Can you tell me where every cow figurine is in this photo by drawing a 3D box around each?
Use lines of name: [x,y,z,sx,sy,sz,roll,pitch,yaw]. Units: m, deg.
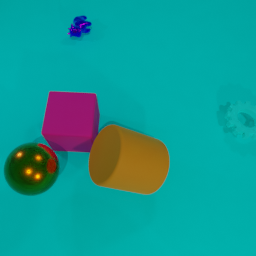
cow figurine: [-1.607,-3.256,8.967,0.861,0.480,0.875,-15,56,-28]

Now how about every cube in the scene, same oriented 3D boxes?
cube: [-1.430,-0.130,7.345,1.206,1.206,1.206,3,66,1]

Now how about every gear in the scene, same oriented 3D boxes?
gear: [3.166,-0.220,7.497,1.102,0.204,1.102,3,62,-6]

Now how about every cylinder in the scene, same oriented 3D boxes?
cylinder: [0.009,0.754,6.482,1.374,1.374,1.374,19,61,-33]

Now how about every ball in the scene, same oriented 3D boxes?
ball: [-2.107,0.899,6.183,1.173,1.173,1.173,0,66,0]
